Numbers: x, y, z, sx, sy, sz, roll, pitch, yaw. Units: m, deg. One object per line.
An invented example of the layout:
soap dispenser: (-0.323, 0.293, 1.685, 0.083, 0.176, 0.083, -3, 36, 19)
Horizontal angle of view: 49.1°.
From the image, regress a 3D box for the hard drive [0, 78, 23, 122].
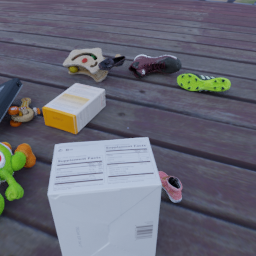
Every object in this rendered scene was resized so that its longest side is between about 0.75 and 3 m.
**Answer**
hard drive: (-5.366, -0.739, 10.641, 2.061, 0.486, 2.954, -20, 33, 13)

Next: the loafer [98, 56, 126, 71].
loafer: (-0.736, -3.119, 13.140, 1.546, 0.487, 0.556, -26, 78, -41)

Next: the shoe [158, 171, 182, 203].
shoe: (1.167, 1.518, 8.007, 0.434, 0.553, 1.216, -14, 37, -18)

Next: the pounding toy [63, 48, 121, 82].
pounding toy: (-1.708, -2.933, 14.141, 2.743, 1.573, 1.568, 0, 63, 16)

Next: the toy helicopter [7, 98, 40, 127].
toy helicopter: (-4.047, -0.770, 11.168, 1.152, 0.687, 1.742, -4, 34, -10)

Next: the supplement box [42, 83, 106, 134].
supplement box: (-2.047, -0.833, 11.065, 1.445, 0.843, 2.292, 16, 39, 21)

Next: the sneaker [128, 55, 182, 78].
sneaker: (1.225, -2.924, 14.034, 2.662, 1.007, 1.537, 10, 41, 31)

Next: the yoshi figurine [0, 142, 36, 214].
yoshi figurine: (-3.647, 1.527, 7.751, 1.547, 1.553, 2.763, 41, 20, -11)

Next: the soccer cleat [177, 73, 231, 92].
soccer cleat: (3.488, -2.047, 12.948, 2.432, 0.821, 0.986, 12, 9, 26)

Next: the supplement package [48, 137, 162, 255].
supplement package: (-0.448, 1.689, 6.065, 2.011, 2.582, 1.432, -4, 36, -6)
